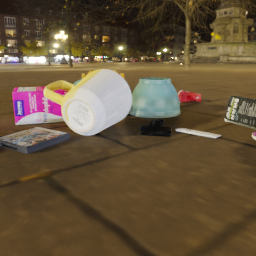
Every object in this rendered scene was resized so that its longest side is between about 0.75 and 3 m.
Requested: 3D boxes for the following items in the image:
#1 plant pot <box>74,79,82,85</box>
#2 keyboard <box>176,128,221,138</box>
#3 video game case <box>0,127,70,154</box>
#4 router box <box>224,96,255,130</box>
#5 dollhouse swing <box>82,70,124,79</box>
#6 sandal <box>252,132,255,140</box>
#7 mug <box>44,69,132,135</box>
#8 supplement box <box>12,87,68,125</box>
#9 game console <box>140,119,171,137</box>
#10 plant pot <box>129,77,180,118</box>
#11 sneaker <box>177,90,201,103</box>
[{"bbox_3d":[-1.919,-1.602,13.161,1.303,1.624,1.624,-15,20,-25],"label":"plant pot"},{"bbox_3d":[2.304,0.145,9.267,1.465,0.078,0.412,12,19,38],"label":"keyboard"},{"bbox_3d":[-2.823,0.321,8.328,1.480,0.209,1.638,10,17,31],"label":"video game case"},{"bbox_3d":[4.772,-0.305,8.538,2.812,0.874,2.107,4,11,-27],"label":"router box"},{"bbox_3d":[-1.528,-2.893,17.298,2.435,2.213,2.141,-2,36,-5],"label":"dollhouse swing"},{"bbox_3d":[4.111,0.247,8.354,0.558,0.337,1.372,2,15,7],"label":"sandal"},{"bbox_3d":[-1.373,-0.719,9.438,2.539,2.034,2.085,-8,19,23],"label":"mug"},{"bbox_3d":[-3.135,-0.941,11.031,2.501,1.266,1.293,-5,17,-16],"label":"supplement box"},{"bbox_3d":[1.016,-0.033,9.716,1.003,0.205,1.700,3,16,11],"label":"game console"},{"bbox_3d":[1.190,-1.438,12.410,2.316,1.552,2.316,1,15,0],"label":"plant pot"},{"bbox_3d":[3.406,-1.723,15.249,1.011,0.686,1.750,8,18,34],"label":"sneaker"}]
